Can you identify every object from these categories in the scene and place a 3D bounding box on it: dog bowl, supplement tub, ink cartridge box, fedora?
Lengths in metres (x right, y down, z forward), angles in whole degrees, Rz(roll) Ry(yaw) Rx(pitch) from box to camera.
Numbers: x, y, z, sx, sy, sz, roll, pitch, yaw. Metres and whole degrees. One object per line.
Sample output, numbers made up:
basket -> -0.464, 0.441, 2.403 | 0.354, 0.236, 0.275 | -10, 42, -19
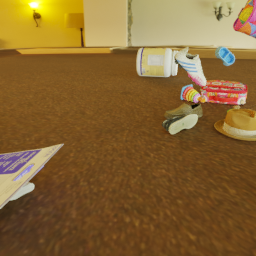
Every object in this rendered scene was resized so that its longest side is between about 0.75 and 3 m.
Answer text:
dog bowl -> 3.367, -2.483, 9.655 | 0.773, 0.431, 0.192 | 39, 3, -16
supplement tub -> 2.162, -4.778, 20.450 | 2.829, 2.057, 2.057 | 5, 21, 12
ink cartridge box -> -2.967, 1.240, 5.899 | 2.690, 0.584, 2.665 | -10, 17, 14
fedora -> 4.153, -0.228, 10.191 | 1.984, 0.809, 1.984 | 0, 21, 0

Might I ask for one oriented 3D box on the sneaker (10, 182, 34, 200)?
sneaker -> -2.660, 1.440, 6.577 | 0.443, 0.282, 0.767 | 12, 16, 39

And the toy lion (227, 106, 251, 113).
toy lion -> 4.616, -0.559, 11.826 | 1.019, 0.365, 1.063 | -17, 26, -21

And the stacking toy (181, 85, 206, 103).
stacking toy -> 3.375, -1.586, 14.140 | 0.789, 0.746, 1.360 | -21, 39, -30

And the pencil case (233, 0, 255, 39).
pencil case -> 3.481, -2.278, 6.523 | 1.991, 0.880, 0.880 | 20, 17, -12

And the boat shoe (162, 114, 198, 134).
boat shoe -> 1.997, -0.251, 10.545 | 1.643, 0.590, 0.555 | -17, 31, -34

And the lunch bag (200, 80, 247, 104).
lunch bag -> 4.843, -1.758, 14.236 | 2.240, 0.918, 1.973 | 7, 26, 19

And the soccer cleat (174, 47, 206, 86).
soccer cleat -> 2.751, -2.491, 11.518 | 1.946, 0.840, 0.680 | 37, 34, -24

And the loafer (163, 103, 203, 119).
loafer -> 2.313, -0.715, 11.752 | 1.802, 0.608, 0.685 | -9, 22, -22
